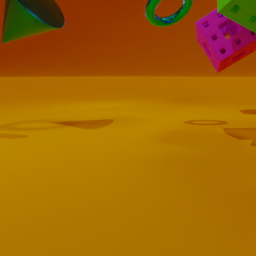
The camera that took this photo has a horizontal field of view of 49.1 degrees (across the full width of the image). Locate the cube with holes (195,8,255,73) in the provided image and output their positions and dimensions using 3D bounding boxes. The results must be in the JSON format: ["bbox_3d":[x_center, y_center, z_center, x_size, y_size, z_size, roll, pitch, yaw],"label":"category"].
[{"bbox_3d":[1.949,-1.783,5.483,0.888,0.888,0.888,-31,-10,12],"label":"cube with holes"}]

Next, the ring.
[{"bbox_3d":[0.956,-2.812,6.472,1.161,0.232,1.161,-15,-23,-6],"label":"ring"}]

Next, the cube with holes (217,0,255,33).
[{"bbox_3d":[2.161,-2.294,4.240,1.105,1.105,1.105,17,-25,-22],"label":"cube with holes"}]

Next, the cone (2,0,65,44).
[{"bbox_3d":[-2.536,-2.454,6.538,1.497,1.491,1.491,-34,-5,26],"label":"cone"}]
